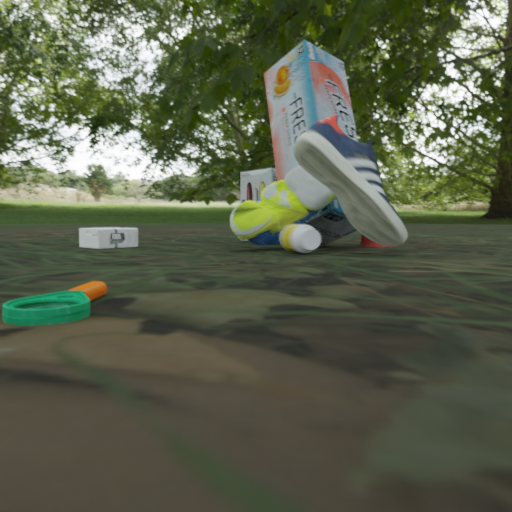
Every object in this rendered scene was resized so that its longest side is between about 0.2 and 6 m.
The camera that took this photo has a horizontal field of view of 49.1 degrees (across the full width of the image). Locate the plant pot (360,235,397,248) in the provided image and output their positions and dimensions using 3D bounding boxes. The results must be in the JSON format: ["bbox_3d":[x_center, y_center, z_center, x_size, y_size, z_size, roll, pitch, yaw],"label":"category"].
[{"bbox_3d":[2.806,-0.574,12.820,0.841,0.744,0.841,-1,5,0],"label":"plant pot"}]

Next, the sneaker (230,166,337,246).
[{"bbox_3d":[0.760,-1.010,11.550,2.621,0.992,1.377,-23,-23,5],"label":"sneaker"}]

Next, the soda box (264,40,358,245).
[{"bbox_3d":[1.379,-2.635,13.074,1.427,4.490,1.535,12,-27,-40],"label":"soda box"}]

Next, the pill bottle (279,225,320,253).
[{"bbox_3d":[0.817,-0.315,10.270,0.525,0.525,0.943,-1,3,-17],"label":"pill bottle"}]

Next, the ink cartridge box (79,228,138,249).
[{"bbox_3d":[-3.275,-0.402,12.429,0.766,0.443,1.053,3,5,40],"label":"ink cartridge box"}]

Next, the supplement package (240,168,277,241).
[{"bbox_3d":[0.551,-1.309,14.879,1.394,1.895,1.813,-2,4,-28],"label":"supplement package"}]

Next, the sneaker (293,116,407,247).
[{"bbox_3d":[1.885,-1.359,9.836,1.110,2.626,0.984,-49,14,-28],"label":"sneaker"}]

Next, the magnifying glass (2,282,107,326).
[{"bbox_3d":[-1.438,0.348,4.287,0.563,0.158,1.415,0,6,2],"label":"magnifying glass"}]
